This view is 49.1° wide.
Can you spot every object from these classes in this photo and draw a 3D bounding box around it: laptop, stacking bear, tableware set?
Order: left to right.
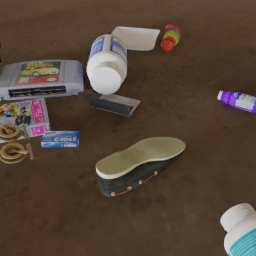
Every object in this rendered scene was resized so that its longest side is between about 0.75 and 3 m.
[{"bbox_3d":[-2.661,0.280,6.365,0.837,0.254,1.266,-10,43,-24],"label":"tableware set"},{"bbox_3d":[-0.431,-0.847,7.978,1.252,0.775,1.337,16,42,18],"label":"laptop"},{"bbox_3d":[1.720,-3.618,11.537,0.698,0.745,1.227,14,49,14],"label":"stacking bear"}]

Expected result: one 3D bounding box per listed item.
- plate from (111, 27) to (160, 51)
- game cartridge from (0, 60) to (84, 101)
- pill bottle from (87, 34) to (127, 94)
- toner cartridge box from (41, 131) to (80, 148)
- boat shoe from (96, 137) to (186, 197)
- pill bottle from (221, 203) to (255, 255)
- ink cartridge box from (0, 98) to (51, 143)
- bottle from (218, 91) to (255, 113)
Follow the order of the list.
[{"bbox_3d":[0.244,-3.790,11.964,2.008,0.325,2.012,9,40,9],"label":"plate"},{"bbox_3d":[-2.861,-1.643,9.198,2.751,0.562,1.831,-6,35,-7],"label":"game cartridge"},{"bbox_3d":[-0.661,-2.047,9.071,1.258,1.258,2.245,0,39,0],"label":"pill bottle"},{"bbox_3d":[-1.685,0.280,7.043,0.895,0.193,0.425,-1,39,-1],"label":"toner cartridge box"},{"bbox_3d":[0.319,0.772,6.058,2.182,0.684,0.798,-20,35,-28],"label":"boat shoe"},{"bbox_3d":[2.142,2.029,4.280,0.958,0.958,1.730,-11,41,-13],"label":"pill bottle"},{"bbox_3d":[-3.213,-0.163,7.431,2.133,0.448,1.273,-14,41,-13],"label":"ink cartridge box"},{"bbox_3d":[3.262,-0.817,8.248,1.169,0.382,0.488,21,43,24],"label":"bottle"}]
